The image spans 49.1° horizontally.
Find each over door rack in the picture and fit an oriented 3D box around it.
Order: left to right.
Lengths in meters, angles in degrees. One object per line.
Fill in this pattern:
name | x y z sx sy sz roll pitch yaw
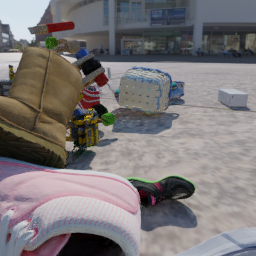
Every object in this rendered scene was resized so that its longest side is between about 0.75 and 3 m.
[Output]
over door rack | -1.093 -2.014 12.811 2.631 0.876 1.944 -14 2 41

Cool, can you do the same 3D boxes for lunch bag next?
lunch bag | 1.364 -1.677 12.246 2.085 0.788 1.671 -10 17 -30

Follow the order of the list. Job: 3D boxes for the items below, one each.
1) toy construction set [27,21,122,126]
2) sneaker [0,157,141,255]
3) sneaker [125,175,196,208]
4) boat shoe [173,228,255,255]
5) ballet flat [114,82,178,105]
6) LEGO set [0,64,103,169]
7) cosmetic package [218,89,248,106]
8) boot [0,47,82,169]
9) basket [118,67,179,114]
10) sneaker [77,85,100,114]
toy construction set | -1.938 -1.134 7.045 2.142 2.788 2.325 -25 14 -39
sneaker | -1.134 0.914 2.530 2.656 1.000 1.388 2 11 -5
sneaker | 0.397 0.915 3.849 1.059 0.407 0.444 -5 27 8
boat shoe | 0.503 1.303 2.022 1.980 0.702 0.691 -4 41 -26
ballet flat | 0.662 -1.136 10.121 2.299 0.827 0.827 -5 14 14
LEGO set | -1.762 -0.211 4.955 2.252 1.697 2.929 8 21 22
cosmetic package | 4.123 -1.223 11.106 0.697 0.490 1.374 0 16 0
boot | -1.515 -0.515 3.753 1.858 0.702 2.122 34 31 -29
basket | 0.621 -1.309 9.497 1.863 1.470 2.113 13 26 20
sneaker | -1.559 -1.014 9.490 1.710 0.962 0.609 12 20 36
